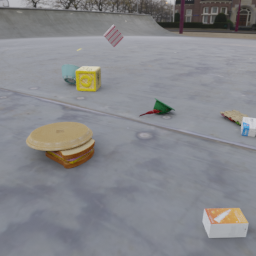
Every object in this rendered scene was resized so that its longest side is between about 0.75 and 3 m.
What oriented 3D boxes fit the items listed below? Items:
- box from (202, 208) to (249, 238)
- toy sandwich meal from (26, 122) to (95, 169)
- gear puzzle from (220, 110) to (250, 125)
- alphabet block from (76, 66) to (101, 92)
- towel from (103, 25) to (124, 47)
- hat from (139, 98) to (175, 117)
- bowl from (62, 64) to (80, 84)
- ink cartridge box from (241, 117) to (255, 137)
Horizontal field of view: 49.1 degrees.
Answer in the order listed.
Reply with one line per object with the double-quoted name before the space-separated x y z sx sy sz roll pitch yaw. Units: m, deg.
"box" 2.195 2.150 6.368 0.844 0.411 0.525 -1 24 -2
"toy sandwich meal" -2.253 0.518 9.717 2.490 0.853 2.490 -2 21 1
"gear puzzle" 5.030 -0.312 12.305 1.012 0.256 1.954 -9 28 -24
"alphabet block" -2.400 -3.034 17.193 1.276 1.283 1.306 3 24 10
"towel" -0.668 -4.271 13.025 0.141 0.691 0.944 50 8 37
"hat" 1.389 -0.693 13.278 1.292 1.137 1.070 31 6 5
"bowl" -3.604 -3.375 18.078 1.571 0.821 1.571 9 -18 3
"ink cartridge box" 5.093 -0.010 11.132 1.048 0.442 0.765 9 38 16
